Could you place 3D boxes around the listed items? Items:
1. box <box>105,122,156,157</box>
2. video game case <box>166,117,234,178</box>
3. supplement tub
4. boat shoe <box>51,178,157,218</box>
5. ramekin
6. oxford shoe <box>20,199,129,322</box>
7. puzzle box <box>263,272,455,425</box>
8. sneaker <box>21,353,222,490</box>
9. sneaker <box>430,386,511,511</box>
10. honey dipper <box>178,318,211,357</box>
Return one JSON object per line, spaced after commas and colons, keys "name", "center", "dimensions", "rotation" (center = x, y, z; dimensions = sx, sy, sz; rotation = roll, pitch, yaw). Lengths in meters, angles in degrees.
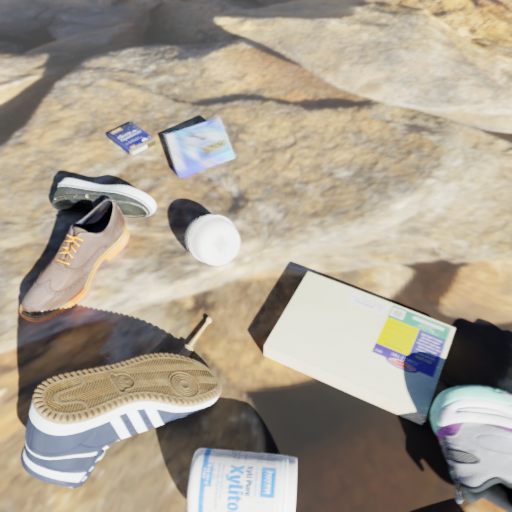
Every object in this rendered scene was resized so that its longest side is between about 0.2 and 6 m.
{"name": "box", "center": [-2.736, -2.561, 12.078], "dimensions": [0.641, 0.171, 1.058], "rotation": [-35, 56, -28]}
{"name": "video game case", "center": [-1.159, -2.239, 11.473], "dimensions": [1.193, 0.271, 1.082], "rotation": [-20, 55, -1]}
{"name": "supplement tub", "center": [-0.156, 2.803, 6.788], "dimensions": [1.256, 0.829, 0.829], "rotation": [3, 48, 3]}
{"name": "boat shoe", "center": [-2.820, -0.942, 10.337], "dimensions": [2.021, 0.694, 0.572], "rotation": [11, 59, 16]}
{"name": "ramekin", "center": [-0.682, -0.237, 9.444], "dimensions": [0.879, 0.879, 0.410], "rotation": [-20, 26, -17]}
{"name": "oxford shoe", "center": [-3.061, 0.008, 9.256], "dimensions": [0.877, 0.897, 2.461], "rotation": [18, 50, 16]}
{"name": "puzzle box", "center": [1.569, 1.308, 8.474], "dimensions": [2.494, 0.317, 1.659], "rotation": [22, 51, 18]}
{"name": "sneaker", "center": [-1.776, 2.169, 7.432], "dimensions": [2.650, 1.438, 0.929], "rotation": [1, 36, -42]}
{"name": "sneaker", "center": [3.695, 2.600, 6.921], "dimensions": [2.746, 1.067, 1.921], "rotation": [-6, 49, 7]}
{"name": "honey dipper", "center": [-0.925, 1.253, 8.638], "dimensions": [0.156, 0.156, 0.822], "rotation": [20, 48, 17]}
